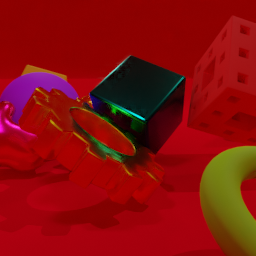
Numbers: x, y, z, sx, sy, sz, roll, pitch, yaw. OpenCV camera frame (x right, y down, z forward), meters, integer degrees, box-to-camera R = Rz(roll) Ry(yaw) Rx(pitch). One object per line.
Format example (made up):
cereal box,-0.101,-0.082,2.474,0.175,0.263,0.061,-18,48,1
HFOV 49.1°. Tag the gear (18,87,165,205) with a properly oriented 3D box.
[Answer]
gear,-0.362,0.152,3.216,1.708,0.316,1.708,34,11,-8

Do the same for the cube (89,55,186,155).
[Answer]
cube,0.189,-0.317,4.472,1.046,1.046,1.046,29,61,26

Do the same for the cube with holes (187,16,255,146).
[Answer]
cube with holes,1.673,-0.584,3.991,1.160,1.160,1.160,16,-26,-6

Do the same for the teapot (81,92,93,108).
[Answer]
teapot,-1.028,-0.698,8.344,1.007,0.793,1.620,-9,27,4

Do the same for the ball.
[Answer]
ball,-1.497,-0.256,4.855,1.394,1.394,1.394,0,11,0

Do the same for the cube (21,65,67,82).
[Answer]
cube,-2.154,-0.763,7.006,1.016,1.016,1.016,16,-27,-2

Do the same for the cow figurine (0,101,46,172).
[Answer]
cow figurine,-1.755,0.306,3.638,1.345,1.323,0.738,28,-35,-13

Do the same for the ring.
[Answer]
ring,0.996,0.533,1.661,1.168,0.234,1.168,10,35,-7
